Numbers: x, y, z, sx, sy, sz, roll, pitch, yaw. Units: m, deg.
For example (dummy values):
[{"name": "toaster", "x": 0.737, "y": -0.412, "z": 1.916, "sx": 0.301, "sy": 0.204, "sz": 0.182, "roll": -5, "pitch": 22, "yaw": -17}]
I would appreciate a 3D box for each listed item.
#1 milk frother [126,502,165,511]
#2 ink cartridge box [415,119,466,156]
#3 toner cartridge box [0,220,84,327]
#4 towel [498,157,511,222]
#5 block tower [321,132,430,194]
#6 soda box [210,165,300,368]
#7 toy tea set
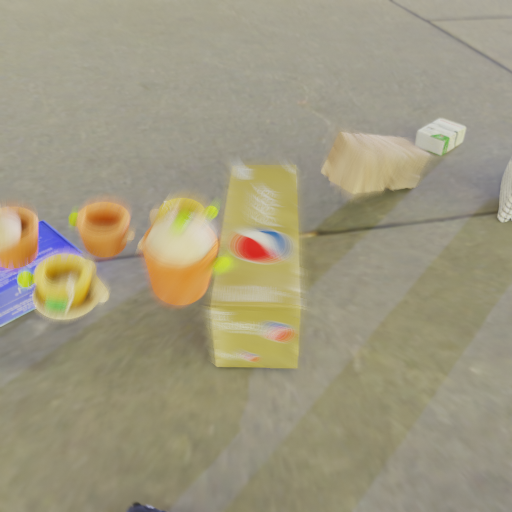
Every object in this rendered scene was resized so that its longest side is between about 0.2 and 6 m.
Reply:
[{"name": "milk frother", "x": -0.713, "y": 2.817, "z": 4.687, "sx": 1.078, "sy": 1.035, "sz": 1.146, "roll": 8, "pitch": 82, "yaw": 10}, {"name": "ink cartridge box", "x": 3.798, "y": -2.456, "z": 11.530, "sx": 0.881, "sy": 0.366, "sz": 0.646, "roll": -31, "pitch": 48, "yaw": -33}, {"name": "toner cartridge box", "x": -3.757, "y": 0.446, "z": 7.722, "sx": 2.536, "sy": 0.548, "sz": 1.205, "roll": -31, "pitch": 47, "yaw": -33}, {"name": "towel", "x": 4.795, "y": -1.495, "z": 9.435, "sx": 0.775, "sy": 1.499, "sz": 1.811, "roll": 20, "pitch": 43, "yaw": 10}, {"name": "block tower", "x": 2.038, "y": -1.543, "z": 9.244, "sx": 0.708, "sy": 0.758, "sz": 2.621, "roll": 36, "pitch": 25, "yaw": 25}, {"name": "soda box", "x": 0.064, "y": -0.009, "z": 7.793, "sx": 1.042, "sy": 1.103, "sz": 3.255, "roll": 1, "pitch": 38, "yaw": 3}, {"name": "toy tea set", "x": -1.536, "y": -0.209, "z": 5.644, "sx": 2.556, "sy": 0.946, "sz": 1.520, "roll": -7, "pitch": 45, "yaw": -15}]
